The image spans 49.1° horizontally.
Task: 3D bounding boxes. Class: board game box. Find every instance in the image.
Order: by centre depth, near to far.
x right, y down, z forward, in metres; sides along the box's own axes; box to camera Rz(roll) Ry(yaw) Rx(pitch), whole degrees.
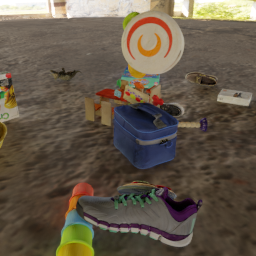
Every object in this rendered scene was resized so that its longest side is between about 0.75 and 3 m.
[{"bbox_3d":[-5.364,-0.844,9.791,2.798,1.766,0.484,-25,36,-38],"label":"board game box"},{"bbox_3d":[0.735,-2.761,14.856,1.897,0.561,2.494,3,27,6],"label":"board game box"}]

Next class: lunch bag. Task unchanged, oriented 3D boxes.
[{"bbox_3d":[0.502,0.086,8.337,1.468,1.430,2.161,-15,30,-26],"label":"lunch bag"}]

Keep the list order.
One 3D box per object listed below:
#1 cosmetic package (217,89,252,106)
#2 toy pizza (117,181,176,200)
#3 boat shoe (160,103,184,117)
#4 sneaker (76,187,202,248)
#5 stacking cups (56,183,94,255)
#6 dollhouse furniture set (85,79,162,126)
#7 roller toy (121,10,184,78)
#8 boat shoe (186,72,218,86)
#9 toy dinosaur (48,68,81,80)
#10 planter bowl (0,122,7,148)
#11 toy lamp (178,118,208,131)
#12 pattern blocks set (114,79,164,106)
[{"bbox_3d":[4.737,-1.375,12.418,1.309,0.338,0.987,13,27,24],"label":"cosmetic package"},{"bbox_3d":[0.409,1.384,6.166,1.309,1.309,0.207,4,66,9],"label":"toy pizza"},{"bbox_3d":[1.388,-0.722,10.912,1.591,0.556,0.527,19,35,35],"label":"boat shoe"},{"bbox_3d":[0.220,1.478,5.462,2.353,1.030,0.876,16,14,-6],"label":"sneaker"},{"bbox_3d":[-0.981,1.905,5.562,0.710,0.710,2.347,-2,28,-4],"label":"stacking cups"},{"bbox_3d":[-0.036,-1.185,10.919,2.578,1.342,2.606,15,31,27],"label":"dollhouse furniture set"},{"bbox_3d":[0.931,-2.947,10.006,2.069,2.269,1.585,1,10,16],"label":"roller toy"},{"bbox_3d":[3.758,-2.493,14.350,1.629,0.585,0.485,13,26,13],"label":"boat shoe"},{"bbox_3d":[-3.335,-2.815,15.091,1.736,0.668,0.888,12,42,7],"label":"toy dinosaur"},{"bbox_3d":[-4.524,0.720,7.504,2.587,1.078,2.587,0,28,0],"label":"planter bowl"},{"bbox_3d":[1.781,-0.126,9.761,1.884,0.548,0.548,-2,27,-1],"label":"toy lamp"},{"bbox_3d":[0.304,-1.019,9.444,1.697,1.492,0.138,35,59,3],"label":"pattern blocks set"}]
